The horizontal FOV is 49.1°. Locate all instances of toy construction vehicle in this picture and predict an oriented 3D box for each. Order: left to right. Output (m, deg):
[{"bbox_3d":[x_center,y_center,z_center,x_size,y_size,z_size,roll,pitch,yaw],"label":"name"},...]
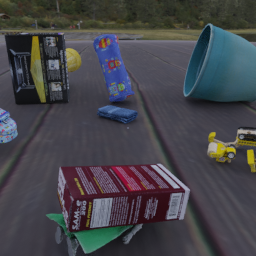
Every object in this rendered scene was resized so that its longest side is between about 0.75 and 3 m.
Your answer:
[{"bbox_3d":[2.571,0.523,6.307,1.495,0.527,1.302,3,32,16],"label":"toy construction vehicle"}]

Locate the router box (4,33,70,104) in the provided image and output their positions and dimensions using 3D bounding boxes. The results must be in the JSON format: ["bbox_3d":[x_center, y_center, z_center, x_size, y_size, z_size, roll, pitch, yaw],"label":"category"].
[{"bbox_3d":[-3.253,-2.176,10.332,1.982,2.521,0.658,-2,22,-5],"label":"router box"}]

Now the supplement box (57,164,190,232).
[{"bbox_3d":[-0.087,0.908,3.912,1.640,0.499,0.892,3,17,-23],"label":"supplement box"}]

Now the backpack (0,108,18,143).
[{"bbox_3d":[-2.992,-0.063,6.486,0.844,0.567,0.770,30,29,5],"label":"backpack"}]

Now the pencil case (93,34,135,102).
[{"bbox_3d":[-0.547,-2.262,10.664,0.999,2.560,1.112,-16,-3,-4],"label":"pencil case"}]

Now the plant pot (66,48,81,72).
[{"bbox_3d":[-2.485,-2.614,11.206,0.925,0.925,0.870,10,35,24],"label":"plant pot"}]

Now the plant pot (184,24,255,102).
[{"bbox_3d":[3.773,-2.156,10.530,2.571,2.737,2.737,16,21,-2],"label":"plant pot"}]

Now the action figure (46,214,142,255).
[{"bbox_3d":[-0.149,1.315,4.117,1.769,0.484,1.045,-8,20,-39],"label":"action figure"}]

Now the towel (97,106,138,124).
[{"bbox_3d":[-0.342,-0.454,8.981,1.231,0.299,0.687,14,25,34],"label":"towel"}]
